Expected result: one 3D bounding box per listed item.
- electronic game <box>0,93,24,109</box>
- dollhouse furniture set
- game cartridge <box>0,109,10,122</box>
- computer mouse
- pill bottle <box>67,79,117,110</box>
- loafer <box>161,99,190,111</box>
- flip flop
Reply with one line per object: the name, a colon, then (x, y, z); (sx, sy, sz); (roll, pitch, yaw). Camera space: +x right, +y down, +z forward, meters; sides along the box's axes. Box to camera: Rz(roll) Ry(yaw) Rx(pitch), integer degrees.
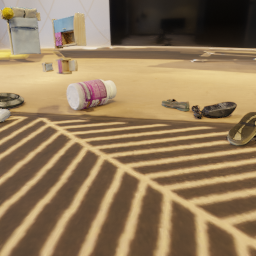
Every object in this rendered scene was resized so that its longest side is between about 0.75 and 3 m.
electronic game: (-6.116, -1.306, 13.549); (2.059, 0.429, 2.059); (3, 23, -1)
dollhouse furniture set: (-2.846, -2.911, 9.507); (2.395, 2.261, 1.563); (-15, 18, -43)
game cartridge: (-5.904, -0.513, 11.670); (1.698, 0.344, 1.132); (0, 17, 0)
computer mouse: (3.710, -0.701, 12.028); (1.867, 0.492, 1.293); (-9, 22, 9)
pill bottle: (-1.674, -1.653, 13.344); (2.215, 1.244, 1.244); (-18, 27, -37)
loafer: (2.240, -1.171, 13.129); (1.545, 0.486, 0.555); (19, 28, 41)
flip flop: (4.314, 0.070, 9.761); (2.302, 0.663, 0.934); (-32, 36, -29)
